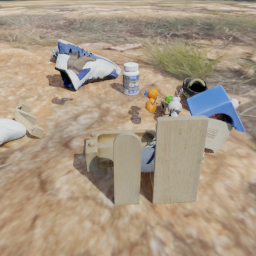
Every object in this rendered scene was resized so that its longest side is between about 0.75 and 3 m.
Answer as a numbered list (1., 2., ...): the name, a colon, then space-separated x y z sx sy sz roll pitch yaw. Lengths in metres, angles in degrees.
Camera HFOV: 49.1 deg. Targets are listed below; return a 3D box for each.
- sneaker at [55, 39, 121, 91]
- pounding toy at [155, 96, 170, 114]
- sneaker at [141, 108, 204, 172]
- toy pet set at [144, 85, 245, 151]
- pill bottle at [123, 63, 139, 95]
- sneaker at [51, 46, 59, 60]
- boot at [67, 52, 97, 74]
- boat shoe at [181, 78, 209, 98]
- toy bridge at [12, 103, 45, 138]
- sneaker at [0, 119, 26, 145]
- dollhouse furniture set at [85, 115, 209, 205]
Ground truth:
1. sneaker: -1.854 -2.328 11.555 2.964 1.712 1.197 13 13 -45
2. pounding toy: 1.282 -0.795 9.637 0.730 0.380 0.831 -7 31 -12
3. sneaker: 0.800 0.245 6.648 2.108 1.372 0.842 -6 4 -11
4. toy pet set: 2.000 -0.745 7.854 2.761 1.466 2.578 14 31 -7
5. pill bottle: 0.109 -1.894 10.779 0.646 1.136 0.646 0 30 0
6. sneaker: -3.383 -3.671 14.286 1.072 0.977 2.614 -17 23 -8
7. boot: -1.408 -1.898 8.366 0.820 0.600 0.288 17 6 1
8. boat shoe: 2.537 -1.422 10.272 0.930 0.824 2.541 -1 30 -2
9. toy bridge: -3.175 -0.349 8.626 0.696 0.282 2.070 25 10 -39
10. sneaker: -3.810 0.430 7.268 2.414 0.904 1.202 -10 67 -41
11. dollhouse furniture set: 0.190 0.141 6.398 2.328 1.995 2.448 -2 30 -4
